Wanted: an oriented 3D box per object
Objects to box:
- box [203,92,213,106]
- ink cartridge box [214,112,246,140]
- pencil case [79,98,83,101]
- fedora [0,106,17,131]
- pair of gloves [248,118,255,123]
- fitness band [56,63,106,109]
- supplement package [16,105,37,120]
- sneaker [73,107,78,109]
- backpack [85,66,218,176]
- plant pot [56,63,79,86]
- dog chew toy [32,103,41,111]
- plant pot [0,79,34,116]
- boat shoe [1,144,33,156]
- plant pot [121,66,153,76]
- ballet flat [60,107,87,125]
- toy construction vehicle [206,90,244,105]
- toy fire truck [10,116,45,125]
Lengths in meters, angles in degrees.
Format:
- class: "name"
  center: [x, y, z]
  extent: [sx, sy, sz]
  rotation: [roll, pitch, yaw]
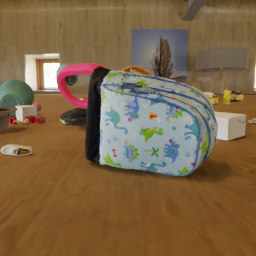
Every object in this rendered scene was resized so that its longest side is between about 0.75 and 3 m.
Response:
- class: "box"
  center: [2.908, -1.169, 14.245]
  extent: [2.500, 1.329, 1.903]
  rotation: [1, 9, 7]
- class: "ink cartridge box"
  center: [2.914, -0.129, 9.566]
  extent: [1.282, 0.772, 1.764]
  rotation: [-10, 12, -44]
- class: "pencil case"
  center: [-2.089, -1.508, 17.782]
  extent: [2.086, 0.812, 0.933]
  rotation: [-5, -22, -30]
- class: "fedora"
  center: [-4.993, -0.301, 10.445]
  extent: [1.624, 0.829, 1.837]
  rotation: [-2, 11, -6]
- class: "pair of gloves"
  center: [6.085, -0.272, 12.205]
  extent: [1.297, 0.227, 1.103]
  rotation: [6, 14, 44]
- class: "fitness band"
  center: [-1.400, -1.459, 9.924]
  extent: [2.480, 1.781, 0.464]
  rotation: [2, 46, 28]
- class: "supplement package"
  center: [-4.870, -0.714, 13.422]
  extent: [0.706, 0.697, 1.164]
  rotation: [-6, 11, -35]
- class: "sneaker"
  center: [-2.151, -1.163, 15.798]
  extent: [2.214, 0.854, 0.808]
  rotation: [-9, 14, -38]
- class: "backpack"
  center: [0.464, -0.058, 5.821]
  extent: [2.680, 2.186, 2.060]
  rotation: [6, 18, -1]
- class: "plant pot"
  center: [-2.296, -1.984, 10.824]
  extent: [0.877, 0.877, 0.588]
  rotation: [-4, 31, -23]
- class: "dog chew toy"
  center: [-5.911, -1.289, 17.753]
  extent: [0.518, 0.518, 0.833]
  rotation: [6, 20, 34]
- class: "plant pot"
  center: [-6.154, -1.515, 15.142]
  extent: [1.913, 1.913, 1.535]
  rotation: [-2, 24, -11]
- class: "boat shoe"
  center: [-2.756, 0.564, 6.924]
  extent: [0.767, 0.272, 0.268]
  rotation: [5, 5, -10]
- class: "plant pot"
  center: [0.016, -1.849, 15.665]
  extent: [2.606, 2.606, 2.386]
  rotation: [-4, -5, -24]
- class: "ballet flat"
  center: [-1.539, -0.374, 11.938]
  extent: [2.957, 0.840, 0.983]
  rotation: [-1, 44, 15]
- class: "toy construction vehicle"
  center: [3.850, -0.780, 11.452]
  extent: [1.721, 1.499, 0.606]
  rotation: [1, 16, -7]
- class: "toy fire truck"
  center: [-4.423, -0.342, 12.337]
  extent: [1.267, 0.309, 0.894]
  rotation: [3, 10, 16]
